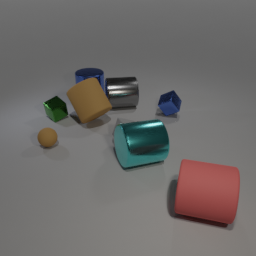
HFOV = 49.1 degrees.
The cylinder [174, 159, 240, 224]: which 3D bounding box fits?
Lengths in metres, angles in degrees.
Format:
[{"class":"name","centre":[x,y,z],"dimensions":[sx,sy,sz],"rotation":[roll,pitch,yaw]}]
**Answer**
[{"class":"cylinder","centre":[1.981,1.583,7.123],"dimensions":[1.400,1.400,1.400],"rotation":[8,30,14]}]

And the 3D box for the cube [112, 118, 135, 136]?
[{"class":"cube","centre":[-0.055,0.120,10.010],"dimensions":[0.700,0.700,0.700],"rotation":[11,18,-26]}]

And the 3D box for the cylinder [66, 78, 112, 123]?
[{"class":"cylinder","centre":[-1.581,-1.111,11.471],"dimensions":[1.400,1.400,1.400],"rotation":[-29,-3,-1]}]

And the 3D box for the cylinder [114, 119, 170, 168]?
[{"class":"cylinder","centre":[0.416,0.479,9.080],"dimensions":[1.400,1.400,1.400],"rotation":[-8,30,-19]}]

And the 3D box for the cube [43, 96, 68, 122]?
[{"class":"cube","centre":[-3.071,-0.811,11.940],"dimensions":[0.700,0.700,0.700],"rotation":[-36,58,-29]}]

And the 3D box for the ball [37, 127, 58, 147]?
[{"class":"ball","centre":[-2.889,0.331,10.056],"dimensions":[0.700,0.700,0.700],"rotation":[0,29,0]}]

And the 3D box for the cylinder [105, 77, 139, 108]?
[{"class":"cylinder","centre":[-0.306,-1.651,13.004],"dimensions":[1.400,1.400,1.400],"rotation":[-4,29,-9]}]

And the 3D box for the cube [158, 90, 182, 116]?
[{"class":"cube","centre":[1.814,-1.077,12.148],"dimensions":[0.700,0.700,0.700],"rotation":[-19,37,37]}]

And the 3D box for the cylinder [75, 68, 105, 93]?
[{"class":"cylinder","centre":[-1.863,-2.093,13.814],"dimensions":[1.400,1.400,1.400],"rotation":[0,29,0]}]
